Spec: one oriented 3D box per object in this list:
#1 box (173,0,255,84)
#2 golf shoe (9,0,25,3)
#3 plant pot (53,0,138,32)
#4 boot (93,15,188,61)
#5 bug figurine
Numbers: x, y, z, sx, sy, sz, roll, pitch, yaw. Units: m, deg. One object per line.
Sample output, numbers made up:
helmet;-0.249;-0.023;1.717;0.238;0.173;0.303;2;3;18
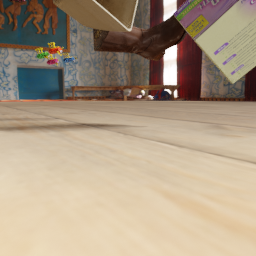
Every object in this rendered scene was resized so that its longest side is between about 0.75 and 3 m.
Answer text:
box;2.976;-2.848;7.502;2.332;1.282;2.651;-40;-38;22
golf shoe;-3.583;-3.895;7.781;1.342;0.618;0.487;-4;11;-26
plant pot;-0.752;-3.047;6.148;1.350;1.525;1.523;3;-14;40
boot;0.422;-3.426;9.666;2.938;0.944;2.738;4;-33;-30
bug figurine;-2.588;-2.565;10.056;1.149;0.381;1.481;-6;-6;15
